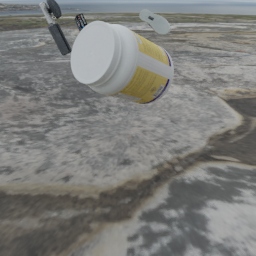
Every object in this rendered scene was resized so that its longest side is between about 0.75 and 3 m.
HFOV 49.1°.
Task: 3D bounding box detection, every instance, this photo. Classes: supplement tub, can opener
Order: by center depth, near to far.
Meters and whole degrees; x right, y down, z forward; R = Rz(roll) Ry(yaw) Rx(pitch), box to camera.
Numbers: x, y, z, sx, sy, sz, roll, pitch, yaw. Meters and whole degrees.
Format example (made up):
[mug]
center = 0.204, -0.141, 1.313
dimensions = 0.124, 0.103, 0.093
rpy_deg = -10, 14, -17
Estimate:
[supplement tub]
center = -0.079, -1.388, 6.260
dimensions = 1.489, 1.489, 2.048
rpy_deg = 25, 10, 39
[can opener]
center = -1.895, -2.752, 7.621
dimensions = 0.493, 1.473, 0.393
rpy_deg = -19, 19, 20

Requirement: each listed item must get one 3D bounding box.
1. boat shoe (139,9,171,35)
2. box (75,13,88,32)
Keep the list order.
[boat shoe]
center = 0.978, -3.541, 9.428
dimensions = 1.401, 0.495, 0.446
rpy_deg = 49, 22, 29
[box]
center = -1.509, -3.375, 9.535
dimensions = 0.251, 0.867, 1.091
rpy_deg = -26, 18, -6
